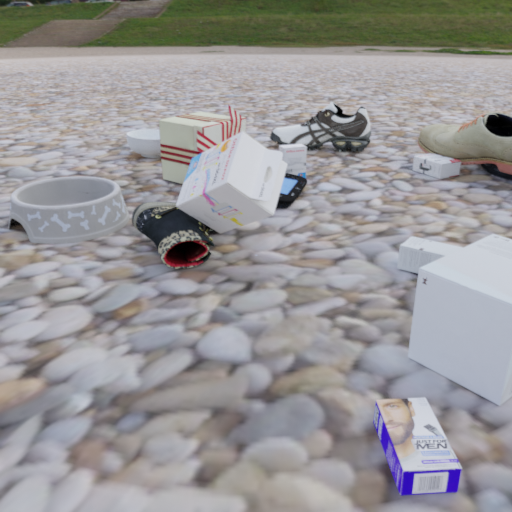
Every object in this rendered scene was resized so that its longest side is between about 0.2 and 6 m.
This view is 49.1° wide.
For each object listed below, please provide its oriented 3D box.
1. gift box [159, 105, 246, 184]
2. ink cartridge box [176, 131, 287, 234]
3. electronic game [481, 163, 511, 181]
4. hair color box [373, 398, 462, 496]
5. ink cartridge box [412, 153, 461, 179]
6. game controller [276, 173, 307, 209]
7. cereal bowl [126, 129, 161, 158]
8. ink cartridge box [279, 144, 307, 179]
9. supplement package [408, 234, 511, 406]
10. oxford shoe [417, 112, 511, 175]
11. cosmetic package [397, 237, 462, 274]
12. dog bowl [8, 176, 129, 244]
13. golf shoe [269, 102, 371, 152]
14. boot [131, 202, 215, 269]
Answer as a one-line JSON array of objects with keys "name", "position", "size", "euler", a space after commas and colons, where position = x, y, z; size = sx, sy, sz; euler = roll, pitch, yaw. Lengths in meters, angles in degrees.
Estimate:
[{"name": "gift box", "position": [-1.126, -2.424, 12.268], "size": [1.603, 1.717, 1.584], "euler": [19, 36, 34]}, {"name": "ink cartridge box", "position": [-0.319, -1.103, 8.479], "size": [0.943, 0.968, 1.506], "euler": [31, -30, -31]}, {"name": "electronic game", "position": [6.679, -2.267, 13.226], "size": [2.579, 0.537, 2.579], "euler": [-7, 28, 4]}, {"name": "hair color box", "position": [1.374, 1.630, 4.884], "size": [0.491, 0.291, 0.898], "euler": [-2, 22, -3]}, {"name": "ink cartridge box", "position": [4.213, -2.108, 13.103], "size": [0.649, 0.366, 0.884], "euler": [-13, 26, -28]}, {"name": "game controller", "position": [0.475, -1.403, 11.540], "size": [0.925, 0.373, 1.773], "euler": [7, 26, 15]}, {"name": "cereal bowl", "position": [-2.676, -2.902, 14.589], "size": [1.382, 0.576, 1.382], "euler": [3, 22, -1]}, {"name": "ink cartridge box", "position": [0.816, -2.101, 12.601], "size": [0.563, 0.771, 0.325], "euler": [-7, 25, -16]}, {"name": "supplement package", "position": [2.616, 0.610, 6.099], "size": [1.509, 1.137, 1.146], "euler": [-19, 30, -36]}, {"name": "oxford shoe", "position": [5.140, -2.795, 12.805], "size": [1.192, 1.243, 3.367], "euler": [-45, 39, -21]}, {"name": "cosmetic package", "position": [2.648, 0.055, 8.237], "size": [0.988, 0.401, 0.557], "euler": [13, 24, 29]}, {"name": "dog bowl", "position": [-3.391, -0.899, 10.119], "size": [2.131, 0.625, 2.131], "euler": [1, 23, 0]}, {"name": "golf shoe", "position": [1.737, -3.544, 15.224], "size": [2.743, 1.296, 1.066], "euler": [3, 25, 10]}, {"name": "boot", "position": [-0.885, -0.381, 8.992], "size": [1.916, 0.692, 1.447], "euler": [-7, 32, -26]}]
